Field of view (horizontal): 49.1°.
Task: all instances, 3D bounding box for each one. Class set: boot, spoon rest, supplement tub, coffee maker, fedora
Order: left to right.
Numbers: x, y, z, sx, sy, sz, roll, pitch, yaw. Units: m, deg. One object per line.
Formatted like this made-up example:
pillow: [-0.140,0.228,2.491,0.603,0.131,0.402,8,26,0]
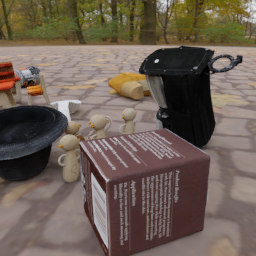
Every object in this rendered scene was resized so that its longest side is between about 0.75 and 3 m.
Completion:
fedora: [-2.080,0.320,5.404,2.094,0.956,2.094,0,25,0]
supplement tub: [-4.864,-2.379,13.140,0.889,0.889,1.451,13,24,32]
spoon rest: [-1.928,-0.624,8.638,1.000,0.610,2.012,-4,21,-10]
boot: [0.811,-1.990,11.700,2.956,1.040,2.116,-16,29,-23]
coffee maker: [1.338,-0.572,6.115,1.370,2.035,1.954,-37,40,-20]

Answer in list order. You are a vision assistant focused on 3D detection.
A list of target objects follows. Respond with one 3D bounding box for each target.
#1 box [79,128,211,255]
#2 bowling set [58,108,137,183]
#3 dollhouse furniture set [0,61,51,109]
box: [0.173,0.791,3.818,1.400,1.161,1.150,-8,21,-22]
bowling set: [-0.874,0.156,5.748,1.386,1.069,1.991,17,25,39]
dollhouse furniture set: [-4.137,-1.382,9.118,2.788,1.436,2.758,-12,17,-15]
